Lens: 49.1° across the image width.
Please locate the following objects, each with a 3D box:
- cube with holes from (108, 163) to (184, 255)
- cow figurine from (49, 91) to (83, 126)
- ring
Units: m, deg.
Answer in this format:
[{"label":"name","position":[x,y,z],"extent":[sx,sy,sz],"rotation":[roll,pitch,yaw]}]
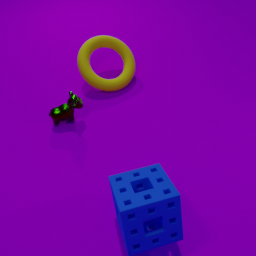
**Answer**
[{"label":"cube with holes","position":[0.327,1.533,5.429],"extent":[1.082,1.082,1.082],"rotation":[-13,26,-9]},{"label":"cow figurine","position":[-1.662,-0.514,7.452],"extent":[0.945,0.930,0.519],"rotation":[-16,59,-13]},{"label":"ring","position":[-0.636,-1.975,8.531],"extent":[1.796,0.359,1.796],"rotation":[4,77,-17]}]
